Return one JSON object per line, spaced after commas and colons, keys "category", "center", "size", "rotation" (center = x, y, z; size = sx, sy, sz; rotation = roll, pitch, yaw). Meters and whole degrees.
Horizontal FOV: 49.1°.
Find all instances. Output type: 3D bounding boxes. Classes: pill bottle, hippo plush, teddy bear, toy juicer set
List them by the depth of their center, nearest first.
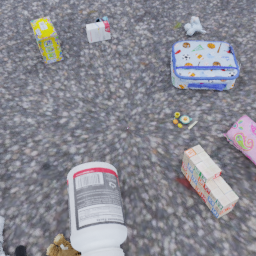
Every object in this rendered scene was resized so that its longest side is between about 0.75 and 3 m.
{"category": "pill bottle", "center": [-0.878, 2.522, 7.937], "size": [1.563, 1.563, 2.823], "rotation": [-8, 54, -5]}
{"category": "teddy bear", "center": [-1.721, 3.632, 8.024], "size": [1.343, 0.448, 0.974], "rotation": [11, 50, 16]}
{"category": "toy juicer set", "center": [2.141, -0.237, 10.617], "size": [0.892, 0.243, 0.568], "rotation": [21, 59, 13]}
{"category": "hippo plush", "center": [3.087, -4.768, 13.452], "size": [0.770, 0.763, 0.957], "rotation": [-34, 104, -1]}

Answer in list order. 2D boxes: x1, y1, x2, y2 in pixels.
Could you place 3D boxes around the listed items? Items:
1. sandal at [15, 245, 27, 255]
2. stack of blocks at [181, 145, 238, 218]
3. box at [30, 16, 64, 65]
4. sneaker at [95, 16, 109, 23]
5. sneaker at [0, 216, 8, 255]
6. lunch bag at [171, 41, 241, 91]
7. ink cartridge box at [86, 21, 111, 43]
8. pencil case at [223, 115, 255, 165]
{"category": "sandal", "center": [-2.997, 3.874, 7.959], "size": [0.405, 0.243, 1.079], "rotation": [-12, 43, -14]}
{"category": "stack of blocks", "center": [2.455, 1.617, 8.607], "size": [0.570, 1.121, 1.946], "rotation": [-23, 52, -15]}
{"category": "box", "center": [-3.537, -3.829, 12.302], "size": [0.862, 1.361, 1.413], "rotation": [-21, 58, -13]}
{"category": "sneaker", "center": [-1.302, -5.131, 13.628], "size": [0.480, 0.579, 1.212], "rotation": [23, 60, 15]}
{"category": "sneaker", "center": [-3.701, 3.429, 8.010], "size": [0.938, 0.613, 1.632], "rotation": [12, 63, 7]}
{"category": "lunch bag", "center": [3.200, -2.586, 11.702], "size": [2.799, 1.057, 2.243], "rotation": [0, 58, 1]}
{"category": "ink cartridge box", "center": [-1.383, -4.493, 13.094], "size": [1.049, 0.774, 0.449], "rotation": [-13, 57, -9]}
{"category": "pencil case", "center": [4.518, 0.791, 9.469], "size": [1.158, 1.158, 2.649], "rotation": [-29, 61, -18]}
